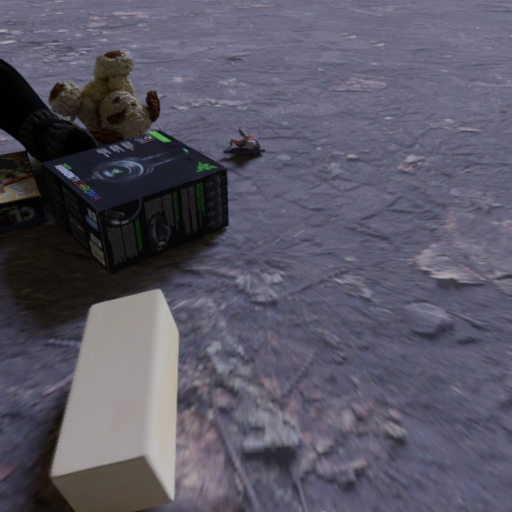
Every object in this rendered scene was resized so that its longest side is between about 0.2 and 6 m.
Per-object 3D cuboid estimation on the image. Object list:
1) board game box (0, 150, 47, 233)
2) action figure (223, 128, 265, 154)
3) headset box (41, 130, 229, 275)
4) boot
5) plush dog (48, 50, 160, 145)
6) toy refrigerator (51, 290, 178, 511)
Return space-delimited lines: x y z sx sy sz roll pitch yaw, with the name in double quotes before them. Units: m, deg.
"board game box" -5.251 -0.895 9.323 3.080 0.533 2.087 -15 37 -20
"action figure" -0.293 -2.340 11.536 0.882 0.461 0.853 -7 22 -20
"headset box" -1.826 -0.996 8.977 2.354 1.092 2.050 -24 41 -31
"boot" -3.877 -2.313 9.740 1.035 2.752 2.057 -49 46 -3
"plush dog" -3.081 -3.096 12.080 1.797 1.678 2.092 40 68 22
"toy refrigerator" -1.304 1.398 5.692 0.857 0.790 2.259 -14 34 2
